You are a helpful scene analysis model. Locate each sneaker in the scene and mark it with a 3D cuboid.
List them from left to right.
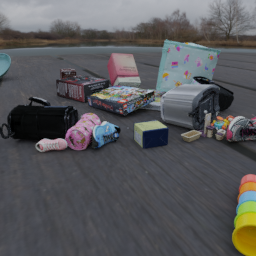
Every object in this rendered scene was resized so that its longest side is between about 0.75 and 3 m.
[{"bbox_3d":[-2.318,0.542,8.367,0.960,0.361,0.502,2,18,22],"label":"sneaker"},{"bbox_3d":[-0.663,0.189,8.967,0.728,0.635,1.619,9,22,14],"label":"sneaker"},{"bbox_3d":[4.019,0.039,9.094,2.009,0.810,0.750,-10,25,-26],"label":"sneaker"}]

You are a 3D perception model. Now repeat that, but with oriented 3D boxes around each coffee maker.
[{"bbox_3d":[-2.726,-0.071,9.054,1.914,1.289,1.839,2,37,9],"label":"coffee maker"}]

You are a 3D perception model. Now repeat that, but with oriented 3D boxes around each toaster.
[{"bbox_3d":[2.324,-0.835,10.638,1.597,1.405,2.473,12,30,39],"label":"toaster"}]

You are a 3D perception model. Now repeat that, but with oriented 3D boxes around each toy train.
[{"bbox_3d":[3.785,-0.163,10.204,1.463,0.407,1.099,-6,21,-16],"label":"toy train"}]

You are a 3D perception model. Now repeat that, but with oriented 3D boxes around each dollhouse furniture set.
[{"bbox_3d":[2.441,-0.025,9.145,1.237,0.878,0.980,-16,26,-37],"label":"dollhouse furniture set"}]

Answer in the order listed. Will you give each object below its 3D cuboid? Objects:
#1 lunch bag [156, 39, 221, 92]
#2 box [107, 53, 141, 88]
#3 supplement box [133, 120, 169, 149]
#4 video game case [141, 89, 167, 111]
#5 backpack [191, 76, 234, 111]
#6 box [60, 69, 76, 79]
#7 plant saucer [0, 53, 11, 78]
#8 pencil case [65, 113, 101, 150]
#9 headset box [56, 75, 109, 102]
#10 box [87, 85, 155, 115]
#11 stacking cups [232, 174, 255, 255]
[{"bbox_3d":[2.736,-2.935,13.787,2.882,2.455,1.757,0,22,-27],"label":"lunch bag"},{"bbox_3d":[-0.240,-2.878,14.952,1.264,1.077,1.977,-3,61,-22],"label":"box"},{"bbox_3d":[0.718,0.186,8.999,0.868,0.583,0.867,-7,22,-19],"label":"supplement box"},{"bbox_3d":[1.769,-1.366,13.588,2.609,0.316,2.866,9,22,21],"label":"video game case"},{"bbox_3d":[3.515,-1.532,12.518,1.604,1.217,1.923,12,22,-42],"label":"backpack"},{"bbox_3d":[-3.768,-3.204,17.675,0.939,0.930,1.132,-6,21,-16],"label":"box"},{"bbox_3d":[-9.123,-4.076,19.230,2.534,0.456,2.534,-6,57,10],"label":"plant saucer"},{"bbox_3d":[-1.417,0.085,9.090,0.754,0.722,1.743,3,21,8],"label":"pencil case"},{"bbox_3d":[-2.273,-2.087,14.653,2.440,0.915,1.813,17,26,38],"label":"headset box"},{"bbox_3d":[-0.359,-1.327,12.563,1.823,0.503,2.669,-26,27,-34],"label":"box"},{"bbox_3d":[2.374,1.561,5.431,0.644,0.644,2.128,7,17,19],"label":"stacking cups"}]
